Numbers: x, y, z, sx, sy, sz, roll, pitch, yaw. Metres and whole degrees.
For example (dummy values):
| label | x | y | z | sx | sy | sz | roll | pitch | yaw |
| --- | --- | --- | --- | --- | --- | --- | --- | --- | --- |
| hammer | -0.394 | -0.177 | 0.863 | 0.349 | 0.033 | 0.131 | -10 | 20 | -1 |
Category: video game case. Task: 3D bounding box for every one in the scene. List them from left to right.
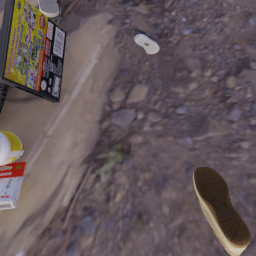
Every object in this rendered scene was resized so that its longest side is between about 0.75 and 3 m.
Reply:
| label | x | y | z | sx | sy | sz | roll | pitch | yaw |
| --- | --- | --- | --- | --- | --- | --- | --- | --- | --- |
| video game case | -2.344 | -1.921 | 7.082 | 0.274 | 1.939 | 2.146 | -2 | 78 | 26 |

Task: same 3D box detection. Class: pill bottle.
| label | x | y | z | sx | sy | sz | roll | pitch | yaw |
| --- | --- | --- | --- | --- | --- | --- | --- | --- | --- |
| pill bottle | -2.912 | 0.450 | 6.215 | 0.787 | 1.406 | 0.787 | 0 | 87 | -2 |

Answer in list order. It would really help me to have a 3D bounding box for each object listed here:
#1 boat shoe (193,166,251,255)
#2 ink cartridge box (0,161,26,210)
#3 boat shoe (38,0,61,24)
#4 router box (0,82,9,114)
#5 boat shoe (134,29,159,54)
| label | x | y | z | sx | sy | sz | roll | pitch | yaw |
| --- | --- | --- | --- | --- | --- | --- | --- | --- | --- |
| boat shoe | 1.820 | 1.656 | 5.821 | 0.685 | 0.620 | 1.922 | -8 | 43 | -5 |
| ink cartridge box | -2.968 | 1.224 | 6.336 | 1.084 | 0.335 | 1.336 | -5 | 44 | -3 |
| boat shoe | -2.612 | -3.975 | 9.247 | 0.811 | 0.700 | 2.231 | 0 | 45 | -15 |
| router box | -4.258 | -0.932 | 7.266 | 2.047 | 0.535 | 1.609 | 13 | 81 | 7 |
| boat shoe | 0.559 | -2.550 | 8.259 | 0.412 | 1.200 | 0.340 | -25 | 70 | 26 |
